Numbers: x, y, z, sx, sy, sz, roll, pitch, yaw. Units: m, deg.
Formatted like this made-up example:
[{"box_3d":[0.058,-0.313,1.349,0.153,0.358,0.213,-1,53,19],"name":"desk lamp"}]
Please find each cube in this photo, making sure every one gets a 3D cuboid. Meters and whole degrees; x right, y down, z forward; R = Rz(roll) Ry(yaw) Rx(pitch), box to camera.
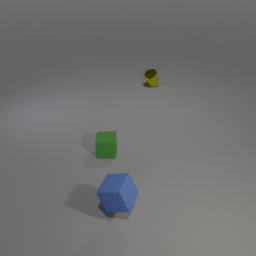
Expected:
[{"box_3d":[-0.762,0.588,9.940,0.700,0.700,0.700,-2,31,0],"name":"cube"},{"box_3d":[-0.255,1.644,7.133,0.700,0.700,0.700,-9,29,28],"name":"cube"}]

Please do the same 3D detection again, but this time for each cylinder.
[{"box_3d":[1.306,-2.730,15.260,0.700,0.700,0.700,-8,59,14],"name":"cylinder"}]
